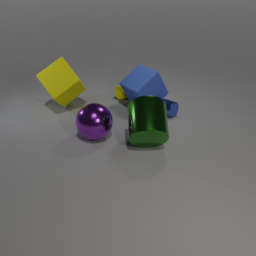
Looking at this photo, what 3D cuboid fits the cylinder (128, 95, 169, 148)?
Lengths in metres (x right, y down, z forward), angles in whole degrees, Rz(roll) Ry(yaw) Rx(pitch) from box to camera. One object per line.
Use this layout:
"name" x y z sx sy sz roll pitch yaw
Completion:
"cylinder" 0.697 -0.208 9.932 1.400 1.400 1.400 -1 63 -1

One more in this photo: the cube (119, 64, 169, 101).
"cube" 0.740 -1.838 12.941 1.400 1.400 1.400 -45 42 -10

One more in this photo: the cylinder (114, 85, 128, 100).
"cylinder" -0.210 -1.846 14.125 0.700 0.700 0.700 23 32 36

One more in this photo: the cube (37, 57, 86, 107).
"cube" -2.957 -2.043 12.641 1.400 1.400 1.400 -38 80 -3

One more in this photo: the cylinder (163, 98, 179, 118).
"cylinder" 1.775 -0.894 12.450 0.700 0.700 0.700 24 36 39

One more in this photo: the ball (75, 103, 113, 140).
"ball" -1.267 -0.237 10.523 1.400 1.400 1.400 0 28 0
